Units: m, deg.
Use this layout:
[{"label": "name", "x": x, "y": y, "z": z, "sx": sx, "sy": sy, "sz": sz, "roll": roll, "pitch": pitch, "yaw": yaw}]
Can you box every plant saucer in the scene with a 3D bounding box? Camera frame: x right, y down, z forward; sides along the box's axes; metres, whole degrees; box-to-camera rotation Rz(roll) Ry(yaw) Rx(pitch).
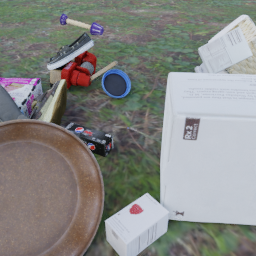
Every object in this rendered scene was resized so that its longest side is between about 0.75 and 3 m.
[{"label": "plant saucer", "x": -1.817, "y": 1.318, "z": 4.950, "sx": 2.940, "sy": 2.940, "sz": 0.538, "roll": -26, "pitch": 13, "yaw": -32}]

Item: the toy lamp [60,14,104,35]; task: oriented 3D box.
[{"label": "toy lamp", "x": -1.004, "y": -2.253, "z": 6.155, "sx": 0.976, "sy": 0.284, "sz": 0.284, "roll": 20, "pitch": 39, "yaw": 12}]

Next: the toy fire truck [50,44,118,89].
[{"label": "toy fire truck", "x": -1.609, "y": -2.368, "z": 11.006, "sx": 2.420, "sy": 1.557, "sz": 2.130, "roll": 16, "pitch": 37, "yaw": 4}]

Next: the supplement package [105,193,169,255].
[{"label": "supplement package", "x": 0.185, "y": 1.934, "z": 5.526, "sx": 1.096, "sy": 0.656, "sz": 0.664, "roll": -26, "pitch": 43, "yaw": -31}]

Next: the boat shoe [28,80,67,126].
[{"label": "boat shoe", "x": -2.538, "y": -0.657, "z": 8.770, "sx": 0.970, "sy": 1.096, "sz": 2.993, "roll": 4, "pitch": 36, "yaw": -3}]

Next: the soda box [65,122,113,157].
[{"label": "soda box", "x": -1.132, "y": 0.314, "z": 7.914, "sx": 1.423, "sy": 0.504, "sz": 0.451, "roll": 18, "pitch": 42, "yaw": 22}]

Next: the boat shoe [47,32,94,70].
[{"label": "boat shoe", "x": -1.614, "y": -2.085, "z": 7.599, "sx": 1.437, "sy": 0.407, "sz": 0.493, "roll": -35, "pitch": 27, "yaw": -9}]

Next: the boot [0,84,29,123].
[{"label": "boot", "x": -3.763, "y": -0.037, "z": 7.369, "sx": 2.596, "sy": 0.942, "sz": 2.360, "roll": 39, "pitch": 56, "yaw": 17}]

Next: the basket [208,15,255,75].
[{"label": "basket", "x": 4.276, "y": -2.485, "z": 10.029, "sx": 1.612, "sy": 2.378, "sz": 1.467, "roll": -36, "pitch": 34, "yaw": 27}]

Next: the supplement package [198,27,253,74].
[{"label": "supplement package", "x": 2.687, "y": -2.097, "z": 7.888, "sx": 1.155, "sy": 0.850, "sz": 1.105, "roll": -25, "pitch": 2, "yaw": 17}]

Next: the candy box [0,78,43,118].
[{"label": "candy box", "x": -4.003, "y": -0.842, "z": 9.317, "sx": 1.648, "sy": 0.737, "sz": 2.417, "roll": 1, "pitch": 37, "yaw": 2}]

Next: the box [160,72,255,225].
[{"label": "box", "x": 2.089, "y": 0.445, "z": 5.810, "sx": 2.739, "sy": 2.725, "sz": 1.790, "roll": 3, "pitch": 36, "yaw": 4}]

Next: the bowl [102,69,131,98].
[{"label": "bowl", "x": -0.443, "y": -1.616, "z": 10.317, "sx": 1.105, "sy": 0.217, "sz": 1.105, "roll": 6, "pitch": 74, "yaw": -20}]

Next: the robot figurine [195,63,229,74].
[{"label": "robot figurine", "x": 3.240, "y": -1.900, "z": 10.550, "sx": 1.542, "sy": 1.026, "sz": 1.818, "roll": 14, "pitch": 34, "yaw": -11}]
